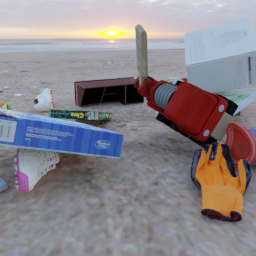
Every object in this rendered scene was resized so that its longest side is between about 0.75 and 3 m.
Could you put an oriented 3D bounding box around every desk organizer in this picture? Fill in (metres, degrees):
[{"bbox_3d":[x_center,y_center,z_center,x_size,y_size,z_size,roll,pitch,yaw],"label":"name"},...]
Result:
[{"bbox_3d":[-0.684,-1.370,10.941,2.597,0.931,1.000,-10,24,-26],"label":"desk organizer"}]

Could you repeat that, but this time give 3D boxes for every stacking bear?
[{"bbox_3d":[2.926,0.380,6.092,1.520,0.923,0.864,-2,22,-26],"label":"stacking bear"}]

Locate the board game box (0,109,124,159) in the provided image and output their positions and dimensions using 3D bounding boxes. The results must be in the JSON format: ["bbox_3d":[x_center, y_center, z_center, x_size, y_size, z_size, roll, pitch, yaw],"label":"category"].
[{"bbox_3d":[-1.726,0.035,5.686,2.454,0.532,2.442,10,0,-30],"label":"board game box"}]

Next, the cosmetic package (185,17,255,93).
[{"bbox_3d":[3.216,-2.453,9.729,2.281,1.402,2.274,-7,43,18],"label":"cosmetic package"}]

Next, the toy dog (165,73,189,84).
[{"bbox_3d":[2.017,-1.703,11.989,1.938,1.278,0.933,-9,-18,-38],"label":"toy dog"}]

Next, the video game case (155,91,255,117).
[{"bbox_3d":[2.523,-0.734,9.029,2.512,0.277,2.287,-28,24,-38],"label":"video game case"}]

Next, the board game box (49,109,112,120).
[{"bbox_3d":[-1.254,-0.376,8.088,1.211,0.271,2.312,0,2,8],"label":"board game box"}]

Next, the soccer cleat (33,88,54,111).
[{"bbox_3d":[-3.206,-1.089,10.604,0.718,0.641,1.851,-8,23,-14],"label":"soccer cleat"}]

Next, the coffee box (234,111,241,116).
[{"bbox_3d":[3.247,-0.762,9.795,1.039,0.372,1.691,-7,18,10],"label":"coffee box"}]

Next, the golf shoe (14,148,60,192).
[{"bbox_3d":[-1.750,0.643,5.445,0.841,0.692,1.837,0,18,-15],"label":"golf shoe"}]

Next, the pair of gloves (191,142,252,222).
[{"bbox_3d":[2.432,0.900,4.978,2.581,0.319,2.299,3,27,13],"label":"pair of gloves"}]

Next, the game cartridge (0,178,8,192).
[{"bbox_3d":[-2.610,1.043,5.095,0.791,0.160,0.527,11,25,28],"label":"game cartridge"}]

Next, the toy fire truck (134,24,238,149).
[{"bbox_3d":[1.002,-0.923,6.503,2.600,1.673,2.288,26,7,-34],"label":"toy fire truck"}]

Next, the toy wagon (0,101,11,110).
[{"bbox_3d":[-4.828,-0.654,9.667,1.883,0.373,1.461,14,24,35],"label":"toy wagon"}]
